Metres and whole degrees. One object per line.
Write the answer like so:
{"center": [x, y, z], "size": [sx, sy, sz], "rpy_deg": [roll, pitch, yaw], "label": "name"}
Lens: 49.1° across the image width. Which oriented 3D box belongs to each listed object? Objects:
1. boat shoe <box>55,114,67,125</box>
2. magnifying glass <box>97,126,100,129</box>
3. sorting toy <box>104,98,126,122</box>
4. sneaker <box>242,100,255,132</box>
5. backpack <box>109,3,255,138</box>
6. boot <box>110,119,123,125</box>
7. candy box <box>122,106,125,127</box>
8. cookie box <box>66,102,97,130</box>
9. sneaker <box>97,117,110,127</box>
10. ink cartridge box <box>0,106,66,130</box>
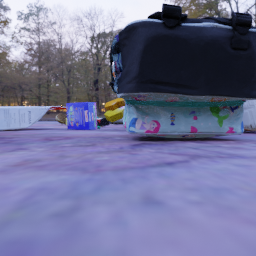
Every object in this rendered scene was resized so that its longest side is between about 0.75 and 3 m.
{"center": [-3.509, -0.396, 15.313], "size": [0.514, 0.601, 1.639], "rpy_deg": [-42, -13, 11], "label": "boat shoe"}
{"center": [-1.298, -0.010, 8.362], "size": [1.000, 0.112, 0.398], "rpy_deg": [1, 1, -30], "label": "magnifying glass"}
{"center": [0.668, -0.841, 6.675], "size": [2.916, 0.390, 2.172], "rpy_deg": [-20, 26, 14], "label": "sorting toy"}
{"center": [2.278, -0.350, 6.631], "size": [1.213, 1.142, 2.963], "rpy_deg": [17, 0, -42], "label": "sneaker"}
{"center": [0.714, -0.755, 4.319], "size": [2.050, 1.738, 2.309], "rpy_deg": [1, 13, -8], "label": "backpack"}
{"center": [-0.671, -0.351, 15.692], "size": [1.133, 0.452, 1.246], "rpy_deg": [-4, 11, -44], "label": "boot"}
{"center": [0.928, -0.849, 9.484], "size": [2.264, 0.965, 2.699], "rpy_deg": [-6, -11, -3], "label": "candy box"}
{"center": [-1.283, -0.322, 7.735], "size": [0.876, 0.750, 0.329], "rpy_deg": [2, 6, 37], "label": "cookie box"}
{"center": [-1.222, -0.166, 10.162], "size": [1.112, 0.391, 0.520], "rpy_deg": [-2, -13, -38], "label": "sneaker"}
{"center": [-3.174, -0.282, 8.000], "size": [2.103, 0.621, 2.628], "rpy_deg": [1, 2, 39], "label": "ink cartridge box"}
